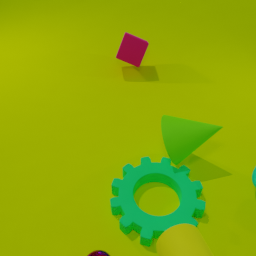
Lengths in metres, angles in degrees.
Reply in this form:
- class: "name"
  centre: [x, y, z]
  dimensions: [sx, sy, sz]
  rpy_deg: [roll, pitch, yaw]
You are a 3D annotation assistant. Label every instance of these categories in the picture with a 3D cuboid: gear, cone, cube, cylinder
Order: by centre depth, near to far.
- class: "cylinder"
  centre: [0.978, 2.173, 4.608]
  dimensions: [0.824, 0.824, 0.824]
  rpy_deg: [-10, 29, -10]
- class: "gear"
  centre: [0.618, 1.496, 6.016]
  dimensions: [1.971, 0.364, 1.971]
  rpy_deg: [0, 46, 0]
- class: "cone"
  centre: [1.521, 0.126, 6.300]
  dimensions: [1.206, 1.202, 1.202]
  rpy_deg: [-16, 41, 22]
- class: "cube"
  centre: [0.134, -2.581, 9.195]
  dimensions: [0.827, 0.827, 0.827]
  rpy_deg: [21, 20, -7]

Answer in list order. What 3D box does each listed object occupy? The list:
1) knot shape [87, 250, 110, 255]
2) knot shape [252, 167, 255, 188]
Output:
- class: "knot shape"
  centre: [-0.680, 2.634, 4.573]
  dimensions: [1.146, 0.566, 1.225]
  rpy_deg: [5, 31, -9]
- class: "knot shape"
  centre: [3.270, 0.545, 5.426]
  dimensions: [0.809, 1.639, 1.751]
  rpy_deg: [8, 1, -33]
